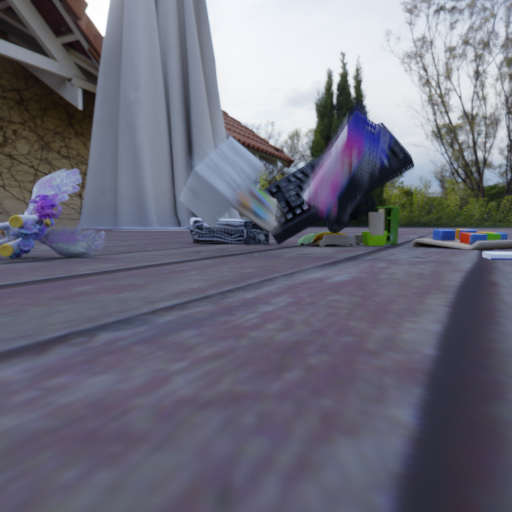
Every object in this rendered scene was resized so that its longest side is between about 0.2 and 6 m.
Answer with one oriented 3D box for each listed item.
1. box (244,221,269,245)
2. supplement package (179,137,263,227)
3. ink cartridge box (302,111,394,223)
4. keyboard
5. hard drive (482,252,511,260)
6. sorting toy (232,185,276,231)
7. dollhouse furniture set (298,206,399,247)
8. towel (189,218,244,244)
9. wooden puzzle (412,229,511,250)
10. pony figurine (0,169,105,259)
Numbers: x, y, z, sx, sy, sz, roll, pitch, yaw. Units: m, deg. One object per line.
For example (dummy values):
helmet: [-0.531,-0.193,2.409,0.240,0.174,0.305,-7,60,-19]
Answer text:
box: [0.016,-0.620,15.042,0.641,0.652,0.404,-1,6,-7]
supplement package: [-0.706,-1.466,11.169,1.220,0.897,1.167,-49,-1,-35]
ink cartridge box: [1.587,-1.501,9.551,0.817,1.725,0.320,29,10,-11]
keyboard: [1.921,-1.681,13.749,3.821,2.295,0.490,-30,-32,5]
hard drive: [4.394,0.003,9.545,0.892,0.113,0.588,1,4,9]
sorting toy: [-0.149,-1.270,12.448,1.368,0.250,1.267,29,35,-16]
dollhouse furniture set: [2.497,-0.787,14.657,2.680,1.035,1.340,-1,3,-21]
towel: [-1.036,-0.679,15.796,1.688,0.722,1.398,1,5,-11]
wooden puzzle: [5.027,-0.409,13.383,1.777,0.444,1.919,-3,4,-31]
pony figurine: [-3.758,-0.542,9.543,1.818,1.569,1.884,-11,12,11]
